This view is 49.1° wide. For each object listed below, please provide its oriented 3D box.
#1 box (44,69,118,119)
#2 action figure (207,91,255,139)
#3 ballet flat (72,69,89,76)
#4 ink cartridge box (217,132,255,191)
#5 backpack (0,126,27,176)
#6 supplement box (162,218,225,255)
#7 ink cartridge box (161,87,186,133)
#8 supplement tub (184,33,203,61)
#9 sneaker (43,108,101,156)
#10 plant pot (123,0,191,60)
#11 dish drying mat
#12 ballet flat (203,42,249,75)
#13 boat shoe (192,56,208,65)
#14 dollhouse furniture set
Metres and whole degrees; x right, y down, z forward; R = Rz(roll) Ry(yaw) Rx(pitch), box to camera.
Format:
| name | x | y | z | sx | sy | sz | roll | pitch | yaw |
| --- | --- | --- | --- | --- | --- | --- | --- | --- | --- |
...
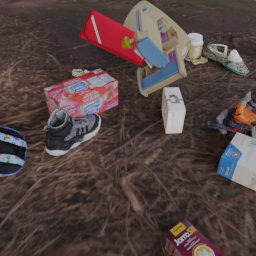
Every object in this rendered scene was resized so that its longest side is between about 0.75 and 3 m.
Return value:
| name | x | y | z | sx | sy | sz | roll | pitch | yaw |
| --- | --- | --- | --- | --- | --- | --- | --- | --- | --- |
| box | -1.640 | -1.116 | 10.213 | 2.403 | 1.147 | 1.198 | -28 | 48 | -29 |
| action figure | 3.794 | -0.249 | 8.689 | 2.266 | 2.192 | 1.185 | 21 | 74 | -9 |
| ballet flat | -2.002 | -2.430 | 12.406 | 1.012 | 0.363 | 0.363 | 5 | 41 | 5 |
| ink cartridge box | 3.864 | 1.135 | 7.864 | 2.262 | 0.761 | 1.314 | 25 | 46 | 27 |
| backpack | -3.860 | 0.692 | 7.962 | 1.704 | 1.147 | 1.556 | 14 | 59 | -34 |
| supplement box | 1.454 | 2.739 | 6.139 | 0.713 | 0.553 | 1.292 | -27 | 47 | -28 |
| ink cartridge box | 1.547 | -0.623 | 9.741 | 0.585 | 1.012 | 1.391 | -1 | 40 | -1 |
| supplement tub | 3.144 | -3.883 | 13.482 | 0.822 | 1.136 | 0.822 | 0 | 40 | 0 |
| sneaker | -1.728 | -0.135 | 8.971 | 0.840 | 1.267 | 2.226 | 29 | 48 | 29 |
| plant pot | 1.437 | -4.097 | 13.036 | 2.728 | 2.554 | 2.554 | 33 | 49 | 15 |
| dish drying mat | -0.334 | -3.146 | 10.061 | 2.695 | 1.035 | 0.245 | 17 | 23 | -32 |
| ballet flat | 4.538 | -3.310 | 12.936 | 0.892 | 0.892 | 2.480 | -28 | 51 | -29 |
| boat shoe | 3.466 | -3.277 | 13.373 | 0.921 | 0.351 | 0.330 | -21 | 41 | -26 |
| dollhouse furniture set | 0.388 | -2.258 | 7.700 | 1.393 | 2.135 | 2.015 | -24 | 53 | 30 |
